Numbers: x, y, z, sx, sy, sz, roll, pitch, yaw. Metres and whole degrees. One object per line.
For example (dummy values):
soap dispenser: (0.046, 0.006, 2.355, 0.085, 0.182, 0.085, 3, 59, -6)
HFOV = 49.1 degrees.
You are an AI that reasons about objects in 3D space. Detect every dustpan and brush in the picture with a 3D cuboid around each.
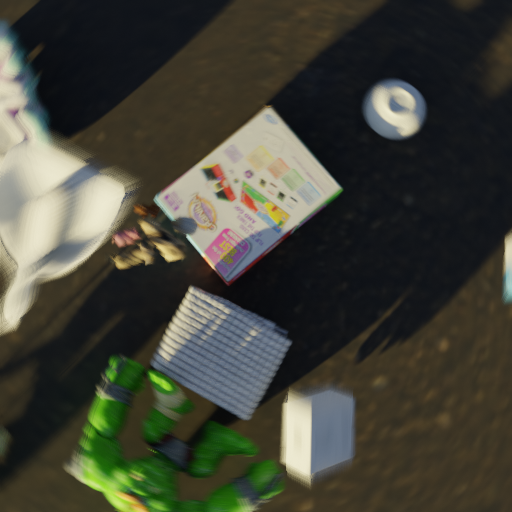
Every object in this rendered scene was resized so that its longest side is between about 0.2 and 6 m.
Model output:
dustpan and brush: (-2.977, -0.127, 7.705, 1.716, 0.704, 2.458, 27, 116, 5)

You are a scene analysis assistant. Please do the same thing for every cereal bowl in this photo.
cereal bowl: (2.686, -2.847, 10.731, 1.118, 0.466, 1.118, 0, 83, 0)

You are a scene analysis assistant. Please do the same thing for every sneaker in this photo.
sneaker: (-5.034, -2.840, 10.417, 1.932, 1.073, 2.761, -21, 82, -4)

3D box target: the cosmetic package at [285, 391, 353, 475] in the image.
cosmetic package: (0.942, 2.598, 8.328, 0.911, 0.560, 0.908, -3, 97, -37)

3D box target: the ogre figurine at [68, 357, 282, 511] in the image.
ogre figurine: (-1.466, 3.457, 9.358, 3.480, 1.707, 2.086, 41, 66, -10)

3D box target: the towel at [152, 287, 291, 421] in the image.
towel: (-0.590, 1.686, 9.940, 2.013, 0.861, 1.667, 27, 82, 5)

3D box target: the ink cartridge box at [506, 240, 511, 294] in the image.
ink cartridge box: (3.947, -0.109, 7.085, 0.518, 1.552, 0.899, 28, 52, -11)

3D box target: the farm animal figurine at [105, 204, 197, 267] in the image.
farm animal figurine: (-1.627, -0.257, 8.897, 1.181, 0.622, 1.194, 23, 76, -15)

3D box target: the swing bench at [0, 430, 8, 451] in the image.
swing bench: (-5.265, 3.593, 9.644, 1.378, 0.894, 1.370, 15, 82, 2)

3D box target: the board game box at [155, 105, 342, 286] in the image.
board game box: (-0.143, -1.118, 10.439, 2.760, 0.556, 2.111, -39, 84, -5)
